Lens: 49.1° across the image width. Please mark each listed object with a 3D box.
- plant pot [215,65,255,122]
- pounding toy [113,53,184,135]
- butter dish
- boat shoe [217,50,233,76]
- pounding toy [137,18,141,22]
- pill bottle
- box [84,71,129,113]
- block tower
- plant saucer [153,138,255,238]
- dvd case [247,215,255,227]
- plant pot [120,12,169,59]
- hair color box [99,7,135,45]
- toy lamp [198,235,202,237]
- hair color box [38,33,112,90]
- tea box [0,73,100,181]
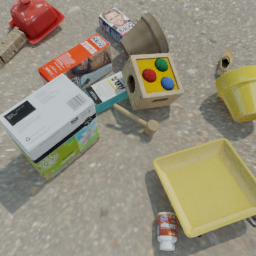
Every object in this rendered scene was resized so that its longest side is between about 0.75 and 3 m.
[{"bbox_3d":[4.346,-1.169,10.428,1.794,1.794,1.688,-8,77,-5],"label":"plant pot"},{"bbox_3d":[0.732,-1.228,10.217,2.443,1.272,2.780,-10,74,-24],"label":"pounding toy"},{"bbox_3d":[-4.349,-5.261,12.645,2.123,1.573,2.128,39,77,21],"label":"butter dish"},{"bbox_3d":[4.222,-2.857,12.000,0.533,0.482,1.496,17,62,10],"label":"boat shoe"},{"bbox_3d":[0.846,-4.611,13.019,0.819,0.632,0.889,-19,55,-16],"label":"pounding toy"},{"bbox_3d":[1.189,3.133,8.506,0.584,0.584,1.041,3,60,2],"label":"pill bottle"},{"bbox_3d":[-0.463,-1.581,11.210,2.350,0.577,0.967,-29,64,-15],"label":"box"},{"bbox_3d":[-5.229,-3.493,12.219,0.569,0.532,1.969,26,70,14],"label":"block tower"},{"bbox_3d":[2.547,1.874,8.953,2.810,0.681,2.809,-16,49,-9],"label":"plant saucer"},{"bbox_3d":[4.161,2.666,9.069,0.884,0.071,0.657,-34,66,-18],"label":"dvd case"},{"bbox_3d":[0.596,-3.622,11.840,1.616,1.863,1.863,-30,63,1],"label":"plant pot"},{"bbox_3d":[-0.370,-4.654,12.964,1.002,0.607,2.004,-36,66,-18],"label":"hair color box"},{"bbox_3d":[2.726,2.796,8.785,1.552,0.452,0.452,-29,64,-17],"label":"toy lamp"},{"bbox_3d":[-1.976,-2.318,11.077,2.797,1.551,0.894,-39,68,-19],"label":"hair color box"},{"bbox_3d":[-2.407,0.042,9.220,2.447,2.407,1.635,-40,68,-20],"label":"tea box"}]
